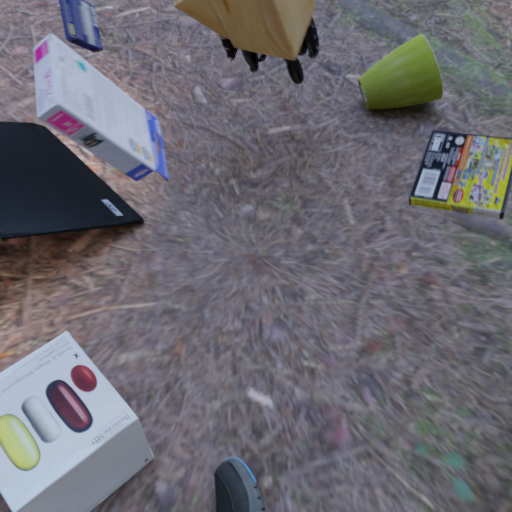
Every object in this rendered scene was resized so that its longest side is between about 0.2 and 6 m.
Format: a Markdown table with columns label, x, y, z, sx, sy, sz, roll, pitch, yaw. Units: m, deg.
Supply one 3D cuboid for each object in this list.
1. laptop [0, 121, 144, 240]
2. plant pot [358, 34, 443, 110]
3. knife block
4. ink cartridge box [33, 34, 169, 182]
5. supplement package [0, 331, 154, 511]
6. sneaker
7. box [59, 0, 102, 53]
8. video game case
| label | x | y | z | sx | sy | sz | roll | pitch | yaw |
| --- | --- | --- | --- | --- | --- | --- | --- | --- | --- |
| laptop | -5.026 | -0.497 | 9.726 | 4.357 | 2.250 | 3.861 | -48 | 60 | -4 |
| plant pot | 2.974 | -3.700 | 11.864 | 1.481 | 1.386 | 1.386 | -21 | 49 | 10 |
| knife block | 0.383 | -3.931 | 9.015 | 2.978 | 3.392 | 1.085 | 20 | 87 | -30 |
| ink cartridge box | -1.586 | -1.443 | 5.911 | 0.344 | 1.640 | 0.979 | -28 | 59 | 22 |
| supplement package | -2.418 | 2.151 | 6.791 | 1.574 | 1.211 | 1.646 | -35 | 56 | -26 |
| sneaker | -0.295 | 3.404 | 5.917 | 1.031 | 0.922 | 2.517 | -7 | 50 | -6 |
| box | -2.826 | -3.727 | 8.898 | 0.198 | 0.740 | 1.221 | -7 | 8 | 8 |
| video game case | 2.484 | -0.994 | 6.654 | 1.053 | 0.149 | 1.165 | 12 | 60 | 24 |
